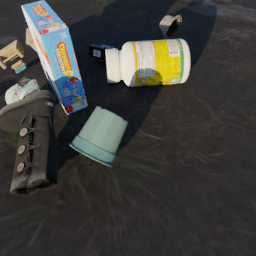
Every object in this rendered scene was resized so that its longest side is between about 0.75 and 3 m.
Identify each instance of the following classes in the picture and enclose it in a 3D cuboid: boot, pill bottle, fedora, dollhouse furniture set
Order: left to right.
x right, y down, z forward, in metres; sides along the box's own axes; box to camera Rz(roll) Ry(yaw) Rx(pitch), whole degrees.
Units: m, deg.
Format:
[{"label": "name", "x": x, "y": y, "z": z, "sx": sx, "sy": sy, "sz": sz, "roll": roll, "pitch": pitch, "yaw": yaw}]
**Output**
[{"label": "boot", "x": -2.637, "y": 0.501, "z": 7.104, "sx": 2.053, "sy": 0.817, "sz": 2.490, "roll": -26, "pitch": 60, "yaw": 29}, {"label": "dollhouse furniture set", "x": -3.813, "y": -2.936, "z": 11.045, "sx": 1.998, "sy": 1.408, "sz": 1.400, "roll": -29, "pitch": 42, "yaw": 7}, {"label": "pill bottle", "x": 0.630, "y": -2.260, "z": 9.837, "sx": 2.762, "sy": 1.557, "sz": 1.557, "roll": -5, "pitch": 41, "yaw": -5}, {"label": "fedora", "x": 1.788, "y": -4.514, "z": 12.302, "sx": 0.602, "sy": 1.180, "sz": 1.334, "roll": 38, "pitch": 48, "yaw": 16}]

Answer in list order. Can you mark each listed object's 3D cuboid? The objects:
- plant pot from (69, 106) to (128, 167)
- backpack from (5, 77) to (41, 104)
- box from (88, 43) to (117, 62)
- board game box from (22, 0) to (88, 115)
[{"label": "plant pot", "x": -0.648, "y": 0.168, "z": 6.941, "sx": 1.199, "sy": 1.199, "sz": 1.174, "roll": 25, "pitch": 87, "yaw": 26}, {"label": "backpack", "x": -3.236, "y": -0.967, "z": 8.825, "sx": 0.819, "sy": 0.939, "sz": 1.069, "roll": 28, "pitch": 54, "yaw": 36}, {"label": "box", "x": -1.036, "y": -3.075, "z": 11.360, "sx": 0.848, "sy": 0.506, "sz": 0.862, "roll": 19, "pitch": 27, "yaw": 20}, {"label": "board game box", "x": -2.328, "y": -2.284, "z": 8.960, "sx": 0.764, "sy": 2.676, "sz": 2.733, "roll": -22, "pitch": 46, "yaw": -15}]
